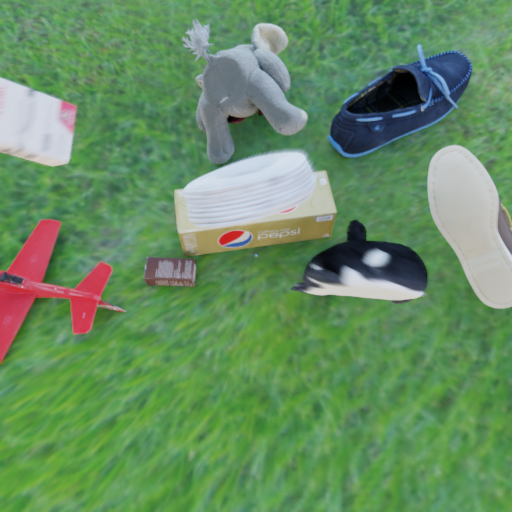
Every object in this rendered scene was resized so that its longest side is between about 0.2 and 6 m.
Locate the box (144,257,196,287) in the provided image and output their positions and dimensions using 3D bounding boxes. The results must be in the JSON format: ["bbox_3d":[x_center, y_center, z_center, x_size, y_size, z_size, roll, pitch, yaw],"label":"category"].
[{"bbox_3d":[-1.410,0.267,9.233,0.806,0.302,0.404,4,62,0],"label":"box"}]

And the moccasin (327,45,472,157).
[{"bbox_3d":[2.873,-2.964,10.439,3.357,1.145,1.351,-38,68,-18],"label":"moccasin"}]

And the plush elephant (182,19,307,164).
[{"bbox_3d":[-0.168,-3.152,10.299,2.474,2.037,1.915,60,33,-7],"label":"plush elephant"}]

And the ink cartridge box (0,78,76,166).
[{"bbox_3d":[-3.522,-2.007,8.535,0.555,1.316,0.952,1,82,43],"label":"ink cartridge box"}]

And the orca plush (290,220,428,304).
[{"bbox_3d":[1.448,0.052,7.835,1.506,2.862,1.017,13,82,-4],"label":"orca plush"}]

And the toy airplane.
[{"bbox_3d":[-3.430,0.576,8.955,2.689,0.495,2.689,0,64,1],"label":"toy airplane"}]

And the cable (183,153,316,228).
[{"bbox_3d":[-0.080,-0.853,7.187,1.699,1.699,0.588,-17,106,-11],"label":"cable"}]

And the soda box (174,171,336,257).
[{"bbox_3d":[-0.032,-0.708,9.439,2.591,0.829,0.878,-7,63,-5],"label":"soda box"}]

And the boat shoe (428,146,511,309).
[{"bbox_3d":[3.307,-0.494,8.372,2.617,0.940,0.779,61,33,-13],"label":"boat shoe"}]
